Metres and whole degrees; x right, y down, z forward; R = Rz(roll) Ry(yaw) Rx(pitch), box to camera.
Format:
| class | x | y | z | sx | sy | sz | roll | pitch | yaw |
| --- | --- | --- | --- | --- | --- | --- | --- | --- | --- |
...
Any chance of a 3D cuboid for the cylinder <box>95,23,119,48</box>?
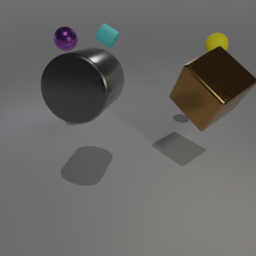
| class | x | y | z | sx | sy | sz | roll | pitch | yaw |
| --- | --- | --- | --- | --- | --- | --- | --- | --- | --- |
| cylinder | -0.811 | -3.624 | 11.030 | 0.700 | 0.700 | 0.700 | 32 | 34 | -2 |

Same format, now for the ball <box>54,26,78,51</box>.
| class | x | y | z | sx | sy | sz | roll | pitch | yaw |
| --- | --- | --- | --- | --- | --- | --- | --- | --- | --- |
| ball | -1.851 | -2.648 | 8.327 | 0.700 | 0.700 | 0.700 | 0 | 30 | 0 |

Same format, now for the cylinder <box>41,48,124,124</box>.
| class | x | y | z | sx | sy | sz | roll | pitch | yaw |
| --- | --- | --- | --- | --- | --- | --- | --- | --- | --- |
| cylinder | -0.911 | -0.956 | 6.029 | 1.400 | 1.400 | 1.400 | 7 | 21 | 11 |

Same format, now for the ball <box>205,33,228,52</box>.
| class | x | y | z | sx | sy | sz | roll | pitch | yaw |
| --- | --- | --- | --- | --- | --- | --- | --- | --- | --- |
| ball | 2.777 | -2.618 | 8.783 | 0.700 | 0.700 | 0.700 | 0 | 30 | 0 |

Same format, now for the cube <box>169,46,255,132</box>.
| class | x | y | z | sx | sy | sz | roll | pitch | yaw |
| --- | --- | --- | --- | --- | --- | --- | --- | --- | --- |
| cube | 2.218 | -1.039 | 7.528 | 1.400 | 1.400 | 1.400 | -32 | 71 | -24 |
